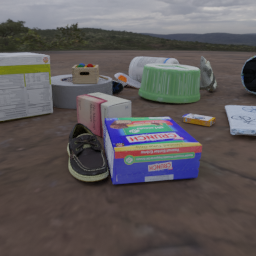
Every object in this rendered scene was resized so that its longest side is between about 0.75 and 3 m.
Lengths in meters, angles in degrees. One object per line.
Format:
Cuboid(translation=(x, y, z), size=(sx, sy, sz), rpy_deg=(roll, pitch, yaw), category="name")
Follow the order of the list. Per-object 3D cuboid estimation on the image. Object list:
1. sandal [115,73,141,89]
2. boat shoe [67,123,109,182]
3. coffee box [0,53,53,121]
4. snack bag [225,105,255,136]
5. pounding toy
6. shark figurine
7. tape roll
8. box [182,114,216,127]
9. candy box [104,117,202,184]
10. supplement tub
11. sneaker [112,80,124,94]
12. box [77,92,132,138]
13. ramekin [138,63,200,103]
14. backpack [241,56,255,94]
Cuboid(translation=(-0.025, -2.285, 14.375), size=(1.678, 0.481, 0.643), rpy_deg=(32, 43, 21), category="sandal")
Cuboid(translation=(-0.936, 0.442, 5.887), size=(0.756, 0.670, 2.066), rpy_deg=(-8, 20, -21), category="boat shoe")
Cuboid(translation=(-3.924, -1.470, 9.452), size=(2.003, 1.980, 1.999), rpy_deg=(-14, 23, -37), category="coffee box")
Cuboid(translation=(4.403, -0.177, 8.283), size=(2.798, 0.318, 2.967), rpy_deg=(4, 19, 14), category="snack bag")
Cuboid(translation=(-1.402, -2.169, 10.810), size=(1.292, 0.673, 1.471), rpy_deg=(-1, 20, -2), category="pounding toy")
Cuboid(translation=(3.737, -2.175, 13.644), size=(1.172, 1.678, 2.808), rpy_deg=(-20, 30, 22), category="shark figurine")
Cuboid(translation=(-1.994, -1.553, 11.407), size=(2.722, 0.899, 2.722), rpy_deg=(0, 19, 0), category="tape roll")
Cuboid(translation=(2.173, -0.261, 8.702), size=(0.941, 0.195, 0.560), rpy_deg=(10, 18, 32), category="box")
Cuboid(translation=(0.378, 0.367, 5.970), size=(1.662, 0.757, 1.966), rpy_deg=(-2, 20, -10), category="candy box")
Cuboid(translation=(1.357, -2.854, 14.312), size=(2.275, 1.501, 1.501), rpy_deg=(15, 24, 35), category="supplement tub")
Cuboid(translation=(-1.068, -1.972, 12.997), size=(1.781, 0.674, 0.686), rpy_deg=(4, 23, 8), category="sneaker")
Cuboid(translation=(-0.692, -0.370, 7.833), size=(0.819, 0.961, 1.504), rpy_deg=(-16, 24, -39), category="box")
Cuboid(translation=(1.789, -1.967, 11.832), size=(2.623, 1.281, 2.623), rpy_deg=(3, 18, -1), category="ramekin")
Cuboid(translation=(6.278, -2.236, 11.948), size=(2.725, 2.223, 2.095), rpy_deg=(-1, 9, 16), category="backpack")
